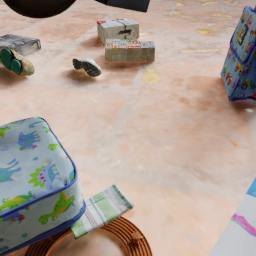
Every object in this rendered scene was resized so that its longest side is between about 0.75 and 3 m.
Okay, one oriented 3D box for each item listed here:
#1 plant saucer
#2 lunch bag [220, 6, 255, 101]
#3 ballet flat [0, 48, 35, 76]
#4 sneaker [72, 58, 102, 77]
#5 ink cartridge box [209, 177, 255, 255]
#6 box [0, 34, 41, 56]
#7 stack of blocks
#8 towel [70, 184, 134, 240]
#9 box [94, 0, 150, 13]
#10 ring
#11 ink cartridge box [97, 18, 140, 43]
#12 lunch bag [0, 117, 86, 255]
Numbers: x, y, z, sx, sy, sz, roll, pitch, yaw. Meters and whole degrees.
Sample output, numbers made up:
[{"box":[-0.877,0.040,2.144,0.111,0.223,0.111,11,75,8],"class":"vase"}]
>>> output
[{"box":[-2.359,-4.118,7.753,2.448,2.448,0.393,2,-5,3],"class":"plant saucer"},{"box":[3.808,-2.390,8.606,1.235,2.626,1.977,4,35,6],"class":"lunch bag"},{"box":[-4.126,-2.414,10.507,0.710,0.767,2.176,4,27,-45],"class":"ballet flat"},{"box":[-1.411,-2.332,10.370,0.626,0.549,1.562,-25,41,-35],"class":"sneaker"},{"box":[1.538,1.817,3.594,0.845,1.443,1.996,24,41,30],"class":"ink cartridge box"},{"box":[-5.033,-3.602,12.257,1.882,0.455,1.490,15,37,20],"class":"box"},{"box":[0.077,-3.218,11.589,2.005,0.587,1.154,0,35,0],"class":"stack of blocks"},{"box":[-0.535,1.414,4.909,1.105,0.170,0.825,-24,23,-19],"class":"towel"},{"box":[-0.388,-3.473,6.740,1.477,0.867,1.452,35,32,31],"class":"box"},{"box":[-0.637,2.072,4.313,2.093,0.201,2.093,-1,33,0],"class":"ring"},{"box":[-0.483,-4.809,13.733,1.808,0.757,1.305,-13,37,-17],"class":"ink cartridge box"},{"box":[-2.130,0.908,5.098,2.114,1.084,2.630,-21,37,-23],"class":"lunch bag"}]
